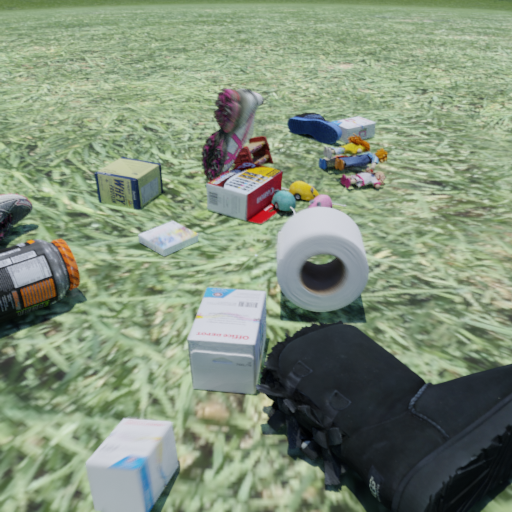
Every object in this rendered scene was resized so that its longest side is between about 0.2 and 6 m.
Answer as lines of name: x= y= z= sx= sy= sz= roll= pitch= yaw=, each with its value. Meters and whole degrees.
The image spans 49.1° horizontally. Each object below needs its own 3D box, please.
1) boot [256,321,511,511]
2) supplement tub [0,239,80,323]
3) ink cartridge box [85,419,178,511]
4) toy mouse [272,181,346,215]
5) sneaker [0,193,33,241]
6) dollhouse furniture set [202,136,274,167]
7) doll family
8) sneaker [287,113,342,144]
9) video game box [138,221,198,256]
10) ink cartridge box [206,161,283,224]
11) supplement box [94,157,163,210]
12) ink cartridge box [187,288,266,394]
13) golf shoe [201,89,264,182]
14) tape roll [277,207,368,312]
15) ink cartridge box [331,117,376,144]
boot: x=1.920 y=1.689 z=7.011 sx=3.351 sy=1.240 sz=2.746 roll=-20 pitch=33 yaw=-29
supplement tub: x=-3.925 y=0.413 z=9.129 sx=1.842 sy=1.129 sz=1.129 roll=-22 pitch=37 yaw=-33
ink cartridge box: x=-1.339 y=2.306 z=6.188 sx=0.633 sy=0.622 sz=0.860 roll=0 pitch=17 yaw=17
toy mouse: x=1.036 y=-1.249 z=12.541 sx=1.878 sy=0.363 sz=1.669 roll=15 pitch=30 yaw=14
sneaker: x=-5.273 y=-0.502 z=11.104 sx=0.769 sy=0.830 sz=2.059 roll=30 pitch=47 yaw=16
dollhouse furniture set: x=-0.617 y=-2.539 z=14.680 sx=1.885 sy=0.767 sz=1.014 roll=0 pitch=26 yaw=35
doll family: x=2.557 y=-2.470 z=14.134 sx=1.315 sy=0.955 sz=2.119 roll=-10 pitch=32 yaw=-17
sneaker: x=1.884 y=-3.918 z=16.809 sx=0.793 sy=0.714 sz=2.035 roll=-32 pitch=41 yaw=-30
video game box: x=-1.769 y=-0.361 z=11.321 sx=0.824 sy=0.212 sz=0.904 roll=25 pitch=38 yaw=38
ink cartridge box: x=-0.087 y=-1.459 z=12.708 sx=1.425 sy=0.681 sz=1.623 roll=18 pitch=35 yaw=25
supplement box: x=-2.943 y=-1.702 z=13.050 sx=1.113 sy=0.747 sz=1.112 roll=12 pitch=33 yaw=19
ink cartridge box: x=-0.375 y=1.188 z=8.021 sx=0.918 sy=0.914 sz=1.251 roll=4 pitch=31 yaw=7
golf shoe: x=-0.528 y=-2.695 z=13.009 sx=1.123 sy=2.438 sz=0.885 roll=-10 pitch=51 yaw=-35
tape roll: x=1.045 y=0.052 z=9.038 sx=1.437 sy=1.437 sz=0.986 roll=1 pitch=29 yaw=2
ink cartridge box: x=2.902 y=-3.802 z=16.839 sx=1.133 sy=0.480 sz=0.819 roll=-17 pitch=34 yaw=-28
